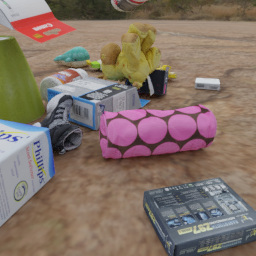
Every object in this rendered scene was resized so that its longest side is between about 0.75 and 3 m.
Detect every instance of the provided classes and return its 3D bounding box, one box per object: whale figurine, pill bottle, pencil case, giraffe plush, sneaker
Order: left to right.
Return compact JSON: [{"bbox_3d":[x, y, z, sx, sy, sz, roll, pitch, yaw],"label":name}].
[{"bbox_3d":[-1.575,-0.093,7.037,1.139,0.755,2.001,13,46,13],"label":"sneaker"},{"bbox_3d":[-2.163,-1.517,9.942,1.032,1.032,1.840,10,27,21],"label":"pill bottle"},{"bbox_3d":[-2.957,-3.778,14.778,1.909,0.991,1.519,6,26,15],"label":"whale figurine"},{"bbox_3d":[-0.123,-2.318,9.704,1.926,2.375,2.049,7,19,33],"label":"giraffe plush"},{"bbox_3d":[0.080,-4.745,9.742,1.154,1.154,2.084,-8,11,-17],"label":"pill bottle"},{"bbox_3d":[0.643,-0.002,6.637,2.649,1.202,1.241,-2,20,-10],"label":"pencil case"}]

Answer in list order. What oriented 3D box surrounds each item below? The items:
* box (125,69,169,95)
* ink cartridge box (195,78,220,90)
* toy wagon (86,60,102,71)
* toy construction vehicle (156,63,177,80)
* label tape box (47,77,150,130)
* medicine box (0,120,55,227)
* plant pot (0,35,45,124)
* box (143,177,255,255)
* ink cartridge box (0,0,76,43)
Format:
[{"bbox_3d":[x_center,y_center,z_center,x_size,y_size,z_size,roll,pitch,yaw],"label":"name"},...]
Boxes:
[{"bbox_3d":[0.696,-1.750,10.419,1.475,0.902,0.782,7,12,15],"label":"box"},{"bbox_3d":[3.272,-1.835,11.574,0.950,0.281,1.187,6,20,13],"label":"ink cartridge box"},{"bbox_3d":[-0.777,-3.247,14.206,2.683,0.531,2.081,-9,26,-17],"label":"toy wagon"},{"bbox_3d":[0.853,-2.704,12.223,2.368,0.834,2.061,5,9,-25],"label":"toy construction vehicle"},{"bbox_3d":[-0.829,-1.012,9.011,2.000,0.923,2.791,18,32,33],"label":"label tape box"},{"bbox_3d":[-2.780,0.752,5.011,1.987,1.123,2.182,9,27,18],"label":"medicine box"},{"bbox_3d":[-3.757,-1.486,8.351,2.176,2.326,2.176,0,25,0],"label":"plant pot"},{"bbox_3d":[1.160,1.387,4.520,1.543,0.394,1.217,-8,25,-17],"label":"box"},{"bbox_3d":[-2.650,-3.062,7.278,2.197,0.550,1.768,26,36,8],"label":"ink cartridge box"}]
